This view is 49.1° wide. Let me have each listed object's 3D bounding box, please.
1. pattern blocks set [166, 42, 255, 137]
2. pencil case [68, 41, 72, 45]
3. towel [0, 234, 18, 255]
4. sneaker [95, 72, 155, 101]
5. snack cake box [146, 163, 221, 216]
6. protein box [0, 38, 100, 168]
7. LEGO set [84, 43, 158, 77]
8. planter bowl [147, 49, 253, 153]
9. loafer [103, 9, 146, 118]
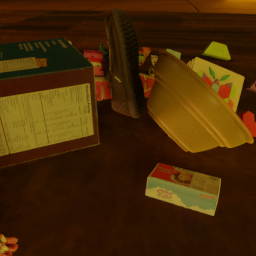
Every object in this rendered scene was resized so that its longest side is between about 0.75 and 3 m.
[{"bbox_3d":[2.022,-0.880,6.684,2.696,2.370,0.219,2,-2,-14],"label":"pattern blocks set"},{"bbox_3d":[-2.090,-2.407,9.965,0.556,1.337,0.607,-22,35,-8],"label":"pencil case"},{"bbox_3d":[-2.807,0.799,3.293,2.071,2.830,0.423,5,50,22],"label":"towel"},{"bbox_3d":[-0.359,-1.504,9.104,2.583,0.953,1.130,-5,37,1],"label":"sneaker"},{"bbox_3d":[1.001,1.063,5.039,1.212,0.407,0.697,13,20,19],"label":"snack cake box"},{"bbox_3d":[-2.570,-0.803,6.869,2.945,1.987,2.924,-13,33,-20],"label":"protein box"},{"bbox_3d":[-0.051,-1.948,8.883,2.642,1.084,1.008,3,36,-7],"label":"LEGO set"},{"bbox_3d":[1.282,-0.317,6.285,1.184,2.843,2.843,-44,35,7],"label":"planter bowl"},{"bbox_3d":[-0.283,-1.640,7.577,1.034,2.913,1.064,-1,18,24],"label":"loafer"}]
